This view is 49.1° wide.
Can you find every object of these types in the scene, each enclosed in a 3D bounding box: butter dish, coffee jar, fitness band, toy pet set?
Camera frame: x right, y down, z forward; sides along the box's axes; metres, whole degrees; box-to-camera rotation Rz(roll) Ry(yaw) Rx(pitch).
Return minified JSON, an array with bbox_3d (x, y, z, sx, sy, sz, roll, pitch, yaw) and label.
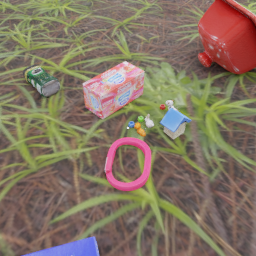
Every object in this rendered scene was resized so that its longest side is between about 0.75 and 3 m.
[{"bbox_3d":[3.655,-3.167,10.541,2.174,2.934,2.942,-37,45,15],"label":"butter dish"},{"bbox_3d":[-3.127,-1.729,10.039,0.758,0.620,1.453,-33,54,-28],"label":"coffee jar"},{"bbox_3d":[0.020,0.942,7.577,1.191,0.310,1.659,7,46,4],"label":"fitness band"},{"bbox_3d":[1.030,-0.345,8.490,1.543,0.820,1.441,-31,52,-27],"label":"toy pet set"}]

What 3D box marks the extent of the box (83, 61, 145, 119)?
[{"bbox_3d":[-0.440,-1.285,9.332,0.926,1.003,1.955,35,53,30],"label":"box"}]

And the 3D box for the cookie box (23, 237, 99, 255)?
[{"bbox_3d":[-1.468,3.236,4.786,2.309,0.868,1.975,-11,46,-10],"label":"cookie box"}]
